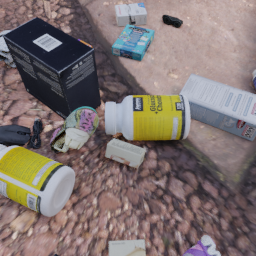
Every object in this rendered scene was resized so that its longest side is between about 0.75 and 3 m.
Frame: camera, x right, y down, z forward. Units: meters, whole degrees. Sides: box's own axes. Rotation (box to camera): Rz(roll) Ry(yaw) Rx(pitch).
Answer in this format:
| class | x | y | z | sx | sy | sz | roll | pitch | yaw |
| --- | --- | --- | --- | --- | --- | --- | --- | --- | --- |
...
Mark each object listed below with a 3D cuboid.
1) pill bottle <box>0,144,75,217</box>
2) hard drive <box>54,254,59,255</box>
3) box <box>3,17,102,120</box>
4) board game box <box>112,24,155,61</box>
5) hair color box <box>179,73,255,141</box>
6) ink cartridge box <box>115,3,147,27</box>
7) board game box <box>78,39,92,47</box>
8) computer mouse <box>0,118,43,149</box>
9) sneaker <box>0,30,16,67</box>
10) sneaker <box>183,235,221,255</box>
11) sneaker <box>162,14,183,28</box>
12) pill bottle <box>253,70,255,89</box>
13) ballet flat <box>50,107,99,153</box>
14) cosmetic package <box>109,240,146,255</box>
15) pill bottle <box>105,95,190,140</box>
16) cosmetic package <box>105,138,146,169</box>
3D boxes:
| class | x | y | z | sx | sy | sz | roll | pitch | yaw |
| --- | --- | --- | --- | --- | --- | --- | --- | --- | --- |
| pill bottle | -2.932 | 1.364 | 7.970 | 2.554 | 1.436 | 1.436 | 20 | 56 | 14 |
| hard drive | -1.752 | 4.229 | 6.409 | 1.531 | 0.480 | 2.270 | 20 | 56 | 15 |
| box | -2.511 | -1.933 | 9.741 | 2.835 | 2.581 | 1.476 | 35 | 60 | 23 |
| board game box | 0.259 | -3.833 | 12.519 | 1.371 | 0.426 | 1.817 | 18 | 55 | 13 |
| hair color box | 3.295 | -0.793 | 9.955 | 2.865 | 0.868 | 1.418 | 23 | 56 | 17 |
| ink cartridge box | 0.130 | -5.541 | 13.695 | 1.434 | 0.604 | 1.037 | -6 | 53 | -5 |
| board game box | -2.008 | -3.061 | 11.711 | 0.792 | 0.791 | 0.791 | 33 | 59 | 22 |
| computer mouse | -3.823 | 0.173 | 9.483 | 1.744 | 0.460 | 1.208 | -5 | 54 | -3 |
| sneaker | -4.320 | -3.363 | 11.831 | 2.751 | 1.034 | 1.581 | 1 | 53 | 7 |
| sneaker | 1.993 | 3.779 | 6.580 | 1.000 | 0.910 | 2.262 | -20 | 51 | -7 |
| sneaker | 2.174 | -5.239 | 13.657 | 1.109 | 0.421 | 0.503 | 32 | 49 | 14 |
| pill bottle | 5.221 | -1.775 | 10.832 | 0.658 | 0.658 | 1.099 | -1 | 52 | 0 |
| ballet flat | -1.682 | 0.249 | 8.344 | 0.915 | 2.646 | 0.942 | 30 | 59 | -23 |
| cosmetic package | 0.011 | 3.709 | 6.695 | 0.948 | 0.669 | 1.831 | -3 | 54 | -2 |
| pill bottle | 0.605 | -0.338 | 9.234 | 2.653 | 1.486 | 1.486 | -1 | 53 | 0 |
| cosmetic package | -0.083 | 0.795 | 8.875 | 1.132 | 0.494 | 0.585 | 20 | 24 | 14 |
